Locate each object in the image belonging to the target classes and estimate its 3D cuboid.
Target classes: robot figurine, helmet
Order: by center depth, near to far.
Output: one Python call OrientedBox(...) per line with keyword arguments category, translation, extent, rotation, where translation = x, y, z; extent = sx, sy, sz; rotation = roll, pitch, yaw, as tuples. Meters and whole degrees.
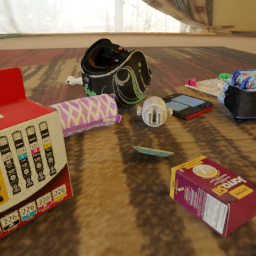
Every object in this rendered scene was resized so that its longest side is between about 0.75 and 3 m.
OrientedBox(category="robot figurine", translation=(0.841, -0.542, 8.956), extent=(1.161, 0.773, 1.369), rotation=(6, 24, 4))
OrientedBox(category="helmet", translation=(-0.363, -1.715, 9.755), extent=(2.424, 2.311, 2.424), rotation=(-10, 54, 14))

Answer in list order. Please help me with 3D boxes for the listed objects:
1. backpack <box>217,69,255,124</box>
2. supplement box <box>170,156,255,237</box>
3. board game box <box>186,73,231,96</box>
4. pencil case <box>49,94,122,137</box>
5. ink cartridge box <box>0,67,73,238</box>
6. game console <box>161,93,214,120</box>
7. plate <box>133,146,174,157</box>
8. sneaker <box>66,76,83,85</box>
OrientedBox(category="backpack", translation=(4.268, -1.229, 9.574), extent=(2.147, 1.582, 2.351), rotation=(-2, 22, -3))
OrientedBox(category="supplement box", translation=(1.520, 1.161, 5.086), extent=(0.875, 0.690, 1.337), rotation=(-15, 27, -31))
OrientedBox(category="board game box", translation=(4.549, -1.994, 12.882), extent=(2.726, 0.353, 2.726), rotation=(-14, 27, -28))
OrientedBox(category="pencil case", translation=(-1.446, -0.255, 8.065), extent=(2.550, 1.070, 1.090), rotation=(-18, 55, -34))
OrientedBox(category="ink cartridge box", translation=(-2.371, 0.526, 4.205), extent=(1.123, 2.350, 2.677), rotation=(20, 35, 40))
OrientedBox(category="game console", translation=(1.978, -0.851, 10.298), extent=(1.662, 0.292, 1.880), rotation=(-17, 28, -35))
OrientedBox(category="plate", translation=(0.606, 0.577, 6.800), extent=(1.006, 0.129, 1.006), rotation=(9, -3, 0))
OrientedBox(category="sneaker", translation=(-2.512, -2.211, 13.516), extent=(1.011, 0.379, 0.504), rotation=(9, 45, 18))
